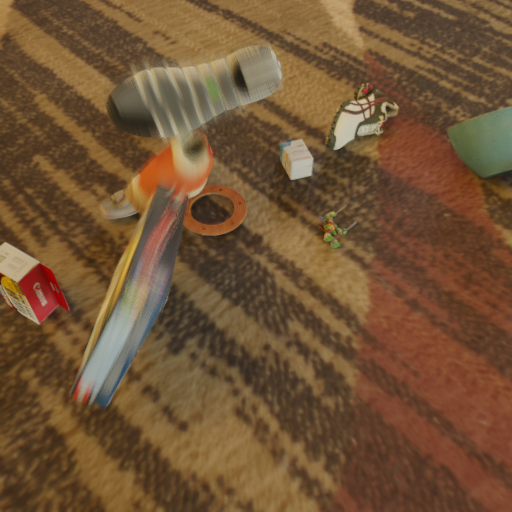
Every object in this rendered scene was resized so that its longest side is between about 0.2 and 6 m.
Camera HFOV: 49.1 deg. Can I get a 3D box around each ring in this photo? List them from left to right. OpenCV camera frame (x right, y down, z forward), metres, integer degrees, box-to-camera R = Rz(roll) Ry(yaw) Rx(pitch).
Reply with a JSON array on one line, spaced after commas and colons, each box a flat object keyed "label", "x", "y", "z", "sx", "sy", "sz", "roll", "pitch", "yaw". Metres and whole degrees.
[{"label": "ring", "x": -0.971, "y": -1.008, "z": 12.468, "sx": 1.532, "sy": 0.147, "sz": 1.532, "roll": 0, "pitch": 50, "yaw": 0}]

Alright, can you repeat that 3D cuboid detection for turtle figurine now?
[{"label": "turtle figurine", "x": 1.718, "y": -0.627, "z": 11.862, "sx": 0.826, "sy": 0.594, "sz": 0.800, "roll": 3, "pitch": 54, "yaw": 7}]

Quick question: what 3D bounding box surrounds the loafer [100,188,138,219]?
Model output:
[{"label": "loafer", "x": -2.601, "y": -1.368, "z": 12.355, "sx": 1.806, "sy": 0.568, "sz": 0.649, "roll": -22, "pitch": 50, "yaw": -27}]

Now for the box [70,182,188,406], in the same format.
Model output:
[{"label": "box", "x": -1.990, "y": 0.459, "z": 9.231, "sx": 0.623, "sy": 2.258, "sz": 3.306, "roll": 24, "pitch": 27, "yaw": -15}]

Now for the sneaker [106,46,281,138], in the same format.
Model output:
[{"label": "sneaker", "x": -1.219, "y": -3.149, "z": 10.995, "sx": 3.295, "sy": 1.236, "sz": 1.903, "roll": -15, "pitch": 17, "yaw": -6}]

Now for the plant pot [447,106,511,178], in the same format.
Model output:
[{"label": "plant pot", "x": 5.512, "y": -2.526, "z": 12.821, "sx": 1.927, "sy": 1.927, "sz": 1.298, "roll": -14, "pitch": 89, "yaw": -11}]

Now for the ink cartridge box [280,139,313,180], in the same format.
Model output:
[{"label": "ink cartridge box", "x": 0.948, "y": -2.280, "z": 13.251, "sx": 0.547, "sy": 0.545, "sz": 0.746, "roll": -14, "pitch": 52, "yaw": -11}]

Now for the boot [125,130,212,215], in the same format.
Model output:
[{"label": "boot", "x": -1.370, "y": -1.990, "z": 11.702, "sx": 1.159, "sy": 1.657, "sz": 3.090, "roll": 42, "pitch": 29, "yaw": -9}]

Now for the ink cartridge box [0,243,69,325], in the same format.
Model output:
[{"label": "ink cartridge box", "x": -4.202, "y": 0.588, "z": 10.341, "sx": 1.197, "sy": 1.363, "sz": 0.572, "roll": 25, "pitch": 55, "yaw": 19}]

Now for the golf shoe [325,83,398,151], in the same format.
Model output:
[{"label": "golf shoe", "x": 2.622, "y": -3.393, "z": 13.931, "sx": 1.132, "sy": 0.993, "sz": 2.571, "roll": 31, "pitch": 57, "yaw": 15}]
